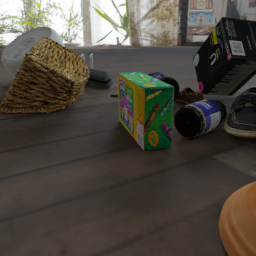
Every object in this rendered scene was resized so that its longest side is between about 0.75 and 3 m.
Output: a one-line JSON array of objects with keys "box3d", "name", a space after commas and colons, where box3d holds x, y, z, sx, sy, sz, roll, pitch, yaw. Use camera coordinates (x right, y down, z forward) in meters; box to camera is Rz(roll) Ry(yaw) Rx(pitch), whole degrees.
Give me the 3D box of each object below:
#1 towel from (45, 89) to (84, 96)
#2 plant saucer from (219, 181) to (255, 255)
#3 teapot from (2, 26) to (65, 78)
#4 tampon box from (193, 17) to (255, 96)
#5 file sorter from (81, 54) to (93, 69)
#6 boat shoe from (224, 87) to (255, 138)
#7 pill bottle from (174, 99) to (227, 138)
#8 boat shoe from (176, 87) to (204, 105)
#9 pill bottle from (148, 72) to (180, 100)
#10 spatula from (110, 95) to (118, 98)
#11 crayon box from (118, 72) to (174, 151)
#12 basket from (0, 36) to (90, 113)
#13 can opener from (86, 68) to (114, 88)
[{"box3d": [-2.977, -1.443, 10.679, 2.264, 0.413, 1.679, -11, 23, -28], "name": "towel"}, {"box3d": [2.318, 1.168, 3.123, 2.460, 0.460, 2.460, -1, 19, 0], "name": "plant saucer"}, {"box3d": [-3.904, -2.956, 12.629, 2.943, 2.178, 2.982, -32, 44, -4], "name": "teapot"}, {"box3d": [3.454, -2.386, 9.752, 1.405, 1.668, 2.225, 2, -24, -13], "name": "tampon box"}, {"box3d": [-2.791, -3.201, 14.537, 1.962, 1.222, 1.362, -1, 19, -2], "name": "file sorter"}, {"box3d": [3.091, -0.480, 7.211, 0.965, 0.869, 2.683, 10, 21, 26], "name": "boat shoe"}, {"box3d": [1.803, -0.271, 6.786, 0.775, 0.775, 1.385, 17, 25, 41], "name": "pill bottle"}, {"box3d": [2.085, -1.112, 9.556, 0.549, 0.548, 1.559, -9, 20, -22], "name": "boat shoe"}, {"box3d": [1.110, -1.484, 10.017, 0.923, 0.923, 1.650, -5, 20, -13], "name": "pill bottle"}, {"box3d": [-0.141, -1.070, 9.728, 0.956, 0.270, 0.098, 7, -22, -16], "name": "spatula"}, {"box3d": [0.325, -0.518, 6.626, 0.651, 1.328, 2.236, -6, 20, -14], "name": "crayon box"}, {"box3d": [-2.604, -1.472, 9.423, 2.020, 2.108, 2.830, 28, 22, -18], "name": "basket"}, {"box3d": [-1.937, -2.204, 12.775, 2.946, 0.786, 0.985, 21, 61, 44], "name": "can opener"}]
